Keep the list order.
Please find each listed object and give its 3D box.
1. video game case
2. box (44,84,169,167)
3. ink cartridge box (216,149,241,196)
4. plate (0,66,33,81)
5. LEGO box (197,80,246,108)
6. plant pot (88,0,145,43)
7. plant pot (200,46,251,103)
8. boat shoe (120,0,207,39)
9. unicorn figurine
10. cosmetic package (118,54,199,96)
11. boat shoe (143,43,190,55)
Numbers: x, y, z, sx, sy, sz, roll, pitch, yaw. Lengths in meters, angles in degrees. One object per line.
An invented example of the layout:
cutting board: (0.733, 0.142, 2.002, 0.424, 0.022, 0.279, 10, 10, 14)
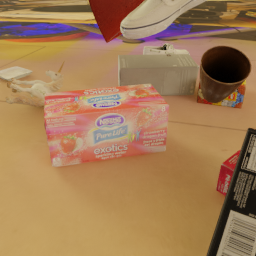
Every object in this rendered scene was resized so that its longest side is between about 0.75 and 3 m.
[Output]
video game case: (2.549, 1.370, 3.887, 2.346, 0.331, 2.596, 16, 62, 26)
box: (-0.537, -0.128, 6.649, 2.703, 1.279, 1.387, -7, 31, -11)
ink cartridge box: (2.763, 1.062, 5.119, 1.288, 0.739, 1.773, -25, 40, -34)
plate: (-4.640, -2.170, 11.270, 1.161, 0.188, 1.163, 20, 36, 32)
LEGO box: (3.188, -1.458, 9.493, 1.403, 0.727, 1.884, 10, 32, 17)
plant pot: (-0.095, -4.127, 8.569, 1.988, 1.754, 1.990, -27, 15, 41)
plant pot: (1.898, -0.988, 5.829, 0.960, 1.027, 0.960, -1, 61, 2)
boat shoe: (0.892, -2.947, 6.167, 2.645, 0.923, 0.938, -32, 48, -9)
unicorn figurine: (-3.021, -1.323, 9.292, 1.685, 0.906, 2.453, 4, 43, -13)
cosmetic package: (0.951, -1.869, 9.814, 2.635, 1.188, 1.408, -1, 33, -6)
boat shoe: (1.821, -3.489, 12.922, 2.413, 0.806, 0.888, -13, 33, -22)
